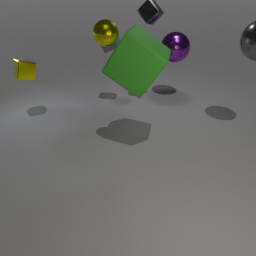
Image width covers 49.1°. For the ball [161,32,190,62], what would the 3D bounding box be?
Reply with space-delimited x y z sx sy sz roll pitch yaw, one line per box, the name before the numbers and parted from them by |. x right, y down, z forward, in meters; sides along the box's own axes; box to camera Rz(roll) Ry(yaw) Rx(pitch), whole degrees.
ball | 2.236 -3.821 13.258 1.400 1.400 1.400 0 28 0

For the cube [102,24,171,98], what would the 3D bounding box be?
cube | 0.289 -2.028 8.439 1.400 1.400 1.400 34 30 -7

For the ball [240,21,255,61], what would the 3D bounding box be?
ball | 4.617 -3.019 9.687 1.400 1.400 1.400 0 28 0

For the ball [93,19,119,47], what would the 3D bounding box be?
ball | -0.600 -2.553 7.533 0.700 0.700 0.700 0 28 0

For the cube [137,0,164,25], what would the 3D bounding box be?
cube | 0.929 -4.761 11.497 0.700 0.700 0.700 53 30 3

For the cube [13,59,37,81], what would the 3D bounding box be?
cube | -4.093 -2.300 11.072 0.700 0.700 0.700 -2 20 -37

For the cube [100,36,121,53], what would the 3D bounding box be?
cube | -0.793 -3.752 11.914 0.700 0.700 0.700 -14 39 25
